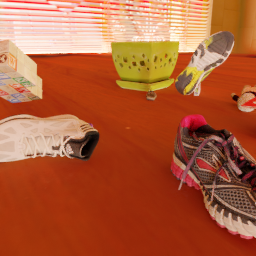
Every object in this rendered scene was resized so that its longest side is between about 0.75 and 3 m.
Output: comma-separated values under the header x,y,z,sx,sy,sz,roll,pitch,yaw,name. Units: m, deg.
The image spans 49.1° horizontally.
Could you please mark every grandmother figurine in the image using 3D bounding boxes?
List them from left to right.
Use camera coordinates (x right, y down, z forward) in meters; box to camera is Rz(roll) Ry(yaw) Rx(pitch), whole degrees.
x,y,z,sx,sy,sz,roll,pitch,yaw,name
4.544,-1.125,10.356,1.435,0.717,2.366,-11,13,35,grandmother figurine

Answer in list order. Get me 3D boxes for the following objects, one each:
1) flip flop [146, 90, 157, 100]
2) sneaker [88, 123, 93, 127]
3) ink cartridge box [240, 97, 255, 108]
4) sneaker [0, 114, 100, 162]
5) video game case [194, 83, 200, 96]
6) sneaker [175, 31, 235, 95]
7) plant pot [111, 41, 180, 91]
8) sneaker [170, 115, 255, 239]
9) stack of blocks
x,y,z,sx,sy,sz,roll,pitch,yaw,name
0.957,-1.391,11.633,0.439,0.312,1.083,3,18,8,flip flop
-1.443,-0.061,7.322,1.083,0.479,0.435,-6,18,-22,sneaker
4.208,-0.133,6.925,2.508,0.843,1.457,14,23,36,ink cartridge box
-1.629,0.233,5.696,2.436,0.919,1.402,-14,21,-42,sneaker
3.092,-1.950,12.443,0.218,0.868,0.958,5,19,16,video game case
1.948,-1.722,7.238,0.721,1.936,0.819,44,38,2,sneaker
0.839,-3.062,13.613,2.490,2.260,2.478,14,24,37,plant pot
1.506,0.629,4.268,1.151,1.066,2.856,-8,20,-22,sneaker
-3.115,-1.393,7.471,1.303,0.663,2.263,-6,-14,8,stack of blocks
